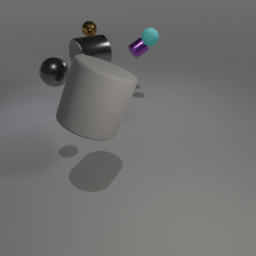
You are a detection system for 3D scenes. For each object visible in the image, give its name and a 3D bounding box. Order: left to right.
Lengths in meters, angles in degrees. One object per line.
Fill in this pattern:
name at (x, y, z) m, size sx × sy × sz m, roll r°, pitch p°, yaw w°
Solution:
ball at (-1.756, -1.332, 6.689) m, size 0.700 × 0.700 × 0.700 m, roll 0°, pitch 30°, yaw 0°
ball at (-1.793, -4.602, 13.009) m, size 0.700 × 0.700 × 0.700 m, roll 0°, pitch 30°, yaw 0°
cylinder at (-1.636, -3.248, 12.146) m, size 1.400 × 1.400 × 1.400 m, roll -19°, pitch 35°, yaw -29°
cylinder at (-0.686, -0.663, 6.031) m, size 1.400 × 1.400 × 1.400 m, roll 20°, pitch 20°, yaw -8°
cylinder at (0.477, -3.750, 13.136) m, size 0.700 × 0.700 × 0.700 m, roll -37°, pitch 38°, yaw -5°
ball at (0.898, -3.696, 11.385) m, size 0.700 × 0.700 × 0.700 m, roll 0°, pitch 30°, yaw 0°
